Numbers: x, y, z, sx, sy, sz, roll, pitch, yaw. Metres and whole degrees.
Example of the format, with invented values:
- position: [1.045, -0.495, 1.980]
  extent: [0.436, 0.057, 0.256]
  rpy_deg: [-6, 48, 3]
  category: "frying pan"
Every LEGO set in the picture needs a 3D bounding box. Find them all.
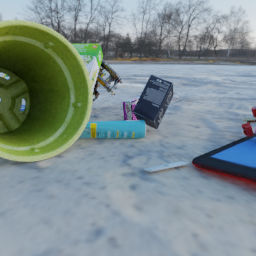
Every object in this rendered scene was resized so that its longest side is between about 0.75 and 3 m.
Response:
- position: [-1.098, -1.295, 9.567]
  extent: [2.030, 1.176, 1.561]
  rpy_deg: [-50, 8, -29]
  category: "LEGO set"

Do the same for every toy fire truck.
- position: [2.813, -0.193, 6.180]
  extent: [0.691, 0.239, 0.980]
  rpy_deg: [-20, 19, 16]
  category: "toy fire truck"

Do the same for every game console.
- position: [2.967, -0.067, 4.691]
  extent: [2.926, 2.522, 1.737]
  rpy_deg: [-14, 48, -41]
  category: "game console"

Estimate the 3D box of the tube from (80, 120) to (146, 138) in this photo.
- position: [-0.434, 0.028, 6.484]
  extent: [1.662, 0.644, 0.419]
  rpy_deg: [-1, 54, -6]
  category: "tube"

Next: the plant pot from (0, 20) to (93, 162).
- position: [-2.496, -0.660, 6.019]
  extent: [2.585, 2.585, 2.376]
  rpy_deg: [-13, 8, -40]
  category: "plant pot"

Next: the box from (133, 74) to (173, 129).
- position: [0.647, -0.612, 6.910]
  extent: [0.602, 1.024, 1.007]
  rpy_deg: [25, -7, 13]
  category: "box"

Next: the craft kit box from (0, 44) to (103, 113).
- position: [-2.403, -1.443, 8.492]
  extent: [2.801, 0.679, 2.766]
  rpy_deg: [4, 59, 11]
  category: "craft kit box"

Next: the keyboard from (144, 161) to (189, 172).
- position: [0.682, 0.669, 4.889]
  extent: [0.818, 0.044, 0.230]
  rpy_deg: [-6, -1, -27]
  category: "keyboard"

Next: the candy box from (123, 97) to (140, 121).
- position: [0.221, -0.517, 8.117]
  extent: [0.299, 0.668, 0.980]
  rpy_deg: [2, 15, 27]
  category: "candy box"
